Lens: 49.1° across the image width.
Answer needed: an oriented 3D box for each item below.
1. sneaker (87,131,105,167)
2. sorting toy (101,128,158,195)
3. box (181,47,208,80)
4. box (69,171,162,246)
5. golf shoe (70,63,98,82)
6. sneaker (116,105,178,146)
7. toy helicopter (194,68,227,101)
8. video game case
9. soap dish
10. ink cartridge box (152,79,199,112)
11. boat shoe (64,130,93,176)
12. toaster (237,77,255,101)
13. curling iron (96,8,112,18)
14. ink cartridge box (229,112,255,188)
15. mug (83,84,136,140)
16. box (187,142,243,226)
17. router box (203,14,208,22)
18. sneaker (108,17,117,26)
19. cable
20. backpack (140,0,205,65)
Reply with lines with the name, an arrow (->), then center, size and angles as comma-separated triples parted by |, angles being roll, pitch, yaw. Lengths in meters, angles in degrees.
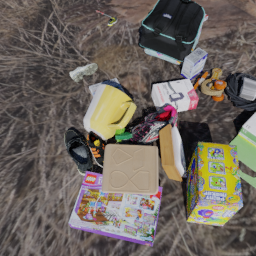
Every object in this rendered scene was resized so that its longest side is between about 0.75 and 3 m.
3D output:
sneaker -> -1.057, 0.778, 10.101 | 0.532, 0.685, 1.522 | -28, 60, -18
sorting toy -> 0.099, 1.018, 9.422 | 1.812, 0.361, 2.451 | 1, 61, 4
box -> 2.911, -2.807, 12.353 | 0.970, 1.054, 0.553 | -39, 66, -23
box -> -0.335, 2.532, 8.984 | 2.643, 0.517, 1.808 | 11, 56, 7
golf shoe -> -2.011, -2.628, 12.596 | 1.335, 0.523, 0.649 | -31, 55, -21
sneaker -> 0.634, 0.111, 10.333 | 2.870, 1.072, 1.157 | -36, 63, -22
toy helicopter -> 3.635, -2.043, 12.180 | 1.292, 0.771, 1.954 | 13, 45, 20
video game case -> -0.873, -1.538, 12.035 | 1.304, 0.154, 1.187 | -20, 58, -14
soap dish -> 1.544, 0.882, 9.722 | 0.671, 1.301, 1.653 | -12, 54, 17
ink cartridge box -> 1.900, -1.287, 11.535 | 1.610, 0.679, 1.166 | -11, 56, -7
boat shoe -> -1.844, 0.730, 10.143 | 0.755, 0.670, 2.021 | -17, 57, -12
toaster -> 5.038, -1.608, 11.804 | 0.700, 0.616, 1.084 | 16, 56, 8
curling iron -> -1.322, -6.279, 15.320 | 1.123, 0.144, 0.278 | 32, 61, 20
ink cartridge box -> 4.940, 0.698, 10.201 | 2.849, 0.683, 2.073 | -38, 64, -25
mug -> -0.783, -0.530, 10.284 | 1.627, 2.031, 1.667 | 31, 74, -3
box -> 2.567, 1.762, 8.638 | 1.196, 1.960, 1.888 | 6, 55, 4
router box -> 3.653, -5.922, 15.016 | 0.952, 0.233, 0.855 | -37, 63, -23
sneaker -> -0.802, -5.703, 14.812 | 0.284, 0.323, 0.764 | 24, 58, 15
cable -> 5.016, -1.523, 11.838 | 1.738, 0.541, 2.130 | -20, 55, -7
backpack -> 2.080, -4.542, 12.829 | 2.547, 2.221, 2.898 | 21, 67, 9
